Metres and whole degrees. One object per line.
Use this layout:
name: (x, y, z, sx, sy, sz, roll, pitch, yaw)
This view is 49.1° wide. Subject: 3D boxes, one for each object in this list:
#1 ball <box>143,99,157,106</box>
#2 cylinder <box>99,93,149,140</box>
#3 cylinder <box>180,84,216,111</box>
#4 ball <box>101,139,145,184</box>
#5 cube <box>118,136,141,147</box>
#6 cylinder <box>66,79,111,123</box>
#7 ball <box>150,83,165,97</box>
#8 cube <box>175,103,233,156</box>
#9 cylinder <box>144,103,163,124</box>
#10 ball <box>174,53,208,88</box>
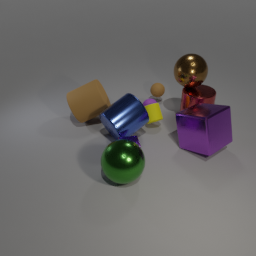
ball: (0.977, -0.956, 12.413, 0.700, 0.700, 0.700, 0, 32, 0)
cylinder: (-0.145, -0.387, 10.708, 1.400, 1.400, 1.400, -38, 44, -15)
cylinder: (2.972, -0.987, 12.038, 1.400, 1.400, 1.400, 0, 32, 0)
ball: (-0.156, 1.047, 8.788, 1.400, 1.400, 1.400, 0, 32, 0)
cube: (0.046, 0.763, 9.907, 0.700, 0.700, 0.700, -5, 32, -8)
cylinder: (-1.619, -1.120, 11.713, 1.400, 1.400, 1.400, -24, 32, 7)
ball: (1.432, -1.836, 13.538, 0.700, 0.700, 0.700, 0, 32, 0)
cube: (2.763, -0.011, 10.173, 1.400, 1.400, 1.400, -24, 23, -33)
cylinder: (1.032, -0.609, 11.661, 0.700, 0.700, 0.700, -16, -5, -1)
ball: (2.594, -2.366, 11.600, 1.400, 1.400, 1.400, 0, 32, 0)
